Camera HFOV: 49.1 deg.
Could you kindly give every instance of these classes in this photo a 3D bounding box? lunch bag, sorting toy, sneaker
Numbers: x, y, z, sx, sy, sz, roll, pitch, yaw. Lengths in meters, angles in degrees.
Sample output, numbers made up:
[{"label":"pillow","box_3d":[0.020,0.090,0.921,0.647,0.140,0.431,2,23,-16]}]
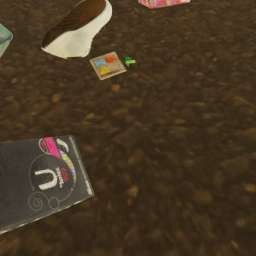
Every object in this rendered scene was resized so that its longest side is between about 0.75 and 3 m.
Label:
[{"label":"lunch bag","box_3d":[-3.532,-1.806,5.281,2.044,1.741,1.246,42,47,-19]},{"label":"sorting toy","box_3d":[-0.285,-1.300,5.548,0.804,0.118,0.594,-23,62,-14]},{"label":"sneaker","box_3d":[-0.817,-1.768,5.174,1.742,0.738,0.634,-12,65,40]}]

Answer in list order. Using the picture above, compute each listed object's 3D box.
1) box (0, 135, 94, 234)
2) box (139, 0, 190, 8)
[{"label":"box","box_3d":[-1.366,0.728,3.580,1.579,0.838,0.965,-7,70,-53]},{"label":"box","box_3d":[0.861,-4.660,7.384,1.227,2.570,1.281,-11,32,-6]}]
